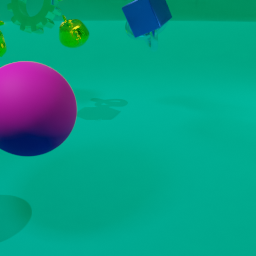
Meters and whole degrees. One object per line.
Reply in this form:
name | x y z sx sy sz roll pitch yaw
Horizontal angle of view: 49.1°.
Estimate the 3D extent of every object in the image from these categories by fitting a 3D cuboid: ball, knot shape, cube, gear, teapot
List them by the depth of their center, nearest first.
ball | -1.376 -0.258 3.910 1.308 1.308 1.308 0 23 0
gear | -2.686 -3.619 8.044 1.737 1.737 0.321 10 8 21
cube | 0.568 -3.366 8.191 0.934 0.934 0.934 -8 30 40
knot shape | 0.688 -3.291 9.493 1.559 1.459 0.721 -1 28 44
teapot | -2.023 -3.521 10.148 1.128 0.888 1.814 -26 49 -11

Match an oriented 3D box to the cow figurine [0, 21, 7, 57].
cow figurine | -3.095 -2.119 6.491 0.522 0.951 0.936 -23 23 -24
